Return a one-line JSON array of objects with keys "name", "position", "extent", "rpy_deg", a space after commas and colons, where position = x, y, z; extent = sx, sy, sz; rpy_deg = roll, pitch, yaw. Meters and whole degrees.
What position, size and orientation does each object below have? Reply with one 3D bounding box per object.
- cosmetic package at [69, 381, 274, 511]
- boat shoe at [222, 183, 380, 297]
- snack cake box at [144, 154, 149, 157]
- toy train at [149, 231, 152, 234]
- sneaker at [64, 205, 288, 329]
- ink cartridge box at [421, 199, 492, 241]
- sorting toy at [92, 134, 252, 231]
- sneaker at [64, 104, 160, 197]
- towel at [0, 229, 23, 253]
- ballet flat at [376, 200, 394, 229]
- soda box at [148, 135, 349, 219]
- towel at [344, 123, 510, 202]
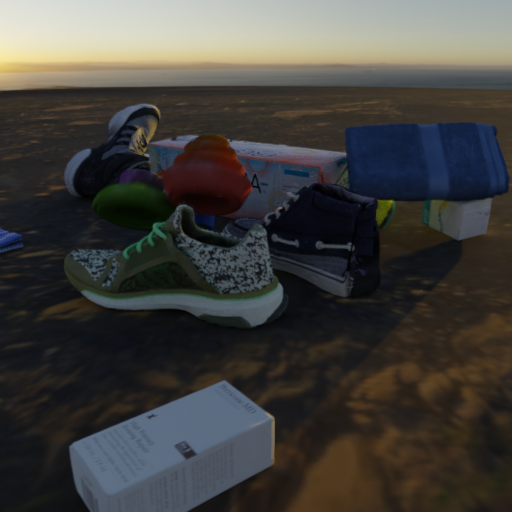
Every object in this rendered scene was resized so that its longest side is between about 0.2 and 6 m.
[{"name": "cosmetic package", "position": [-0.589, 1.482, 4.185], "extent": [1.359, 0.503, 0.691], "rpy_deg": [-17, 27, -35]}, {"name": "boat shoe", "position": [0.599, -0.487, 8.196], "extent": [2.901, 1.345, 1.083], "rpy_deg": [20, 28, 41]}, {"name": "snack cake box", "position": [-2.638, -2.071, 13.574], "extent": [0.902, 0.527, 1.568], "rpy_deg": [-15, 25, -31]}, {"name": "toy train", "position": [-1.178, -0.120, 8.527], "extent": [0.547, 0.407, 2.387], "rpy_deg": [-22, 25, -19]}, {"name": "sneaker", "position": [-1.050, -0.046, 7.037], "extent": [3.006, 1.332, 1.156], "rpy_deg": [6, 21, 16]}, {"name": "ink cartridge box", "position": [3.502, -0.786, 9.833], "extent": [0.686, 0.674, 0.932], "rpy_deg": [-14, 28, -22]}, {"name": "sorting toy", "position": [-1.153, -1.110, 8.376], "extent": [2.607, 1.070, 1.567], "rpy_deg": [-7, -22, 32]}, {"name": "sneaker", "position": [-2.671, -2.211, 12.413], "extent": [1.711, 1.135, 3.006], "rpy_deg": [20, 54, 24]}, {"name": "towel", "position": [-5.288, -0.317, 9.250], "extent": [2.529, 0.302, 1.831], "rpy_deg": [17, 27, 38]}, {"name": "ballet flat", "position": [2.296, -1.180, 10.765], "extent": [0.760, 0.757, 2.266], "rpy_deg": [26, 28, 5]}, {"name": "soda box", "position": [-0.195, -1.499, 10.980], "extent": [4.062, 1.291, 1.389], "rpy_deg": [14, 25, 32]}, {"name": "towel", "position": [2.817, -1.553, 9.499], "extent": [2.621, 0.636, 1.463], "rpy_deg": [0, 62, 1]}]
